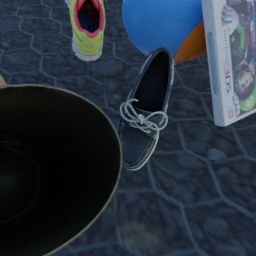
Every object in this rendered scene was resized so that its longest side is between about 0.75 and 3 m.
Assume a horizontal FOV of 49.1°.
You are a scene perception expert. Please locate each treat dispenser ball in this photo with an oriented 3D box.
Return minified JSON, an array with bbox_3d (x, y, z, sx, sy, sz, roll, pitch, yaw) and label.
[{"bbox_3d":[1.175,-2.987,7.078,2.658,2.658,2.658,0,48,0],"label":"treat dispenser ball"}]

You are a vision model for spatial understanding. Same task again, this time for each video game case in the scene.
[{"bbox_3d":[2.961,-1.755,6.453,2.980,2.709,0.348,-21,20,-29],"label":"video game case"}]

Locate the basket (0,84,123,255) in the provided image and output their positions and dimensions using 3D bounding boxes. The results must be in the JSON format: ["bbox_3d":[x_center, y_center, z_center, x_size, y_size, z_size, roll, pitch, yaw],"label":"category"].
[{"bbox_3d":[-1.637,0.701,3.661,2.240,2.485,1.690,-22,88,-38],"label":"basket"}]

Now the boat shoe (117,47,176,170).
[{"bbox_3d":[0.308,-0.298,4.808,0.821,0.678,2.192,22,93,4],"label":"boat shoe"}]

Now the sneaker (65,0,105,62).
[{"bbox_3d":[-1.040,-3.230,7.216,1.078,1.246,2.760,-9,82,-13],"label":"sneaker"}]

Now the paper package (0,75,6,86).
[{"bbox_3d":[-2.680,-0.703,5.496,0.564,1.039,1.090,-32,79,-10],"label":"paper package"}]
